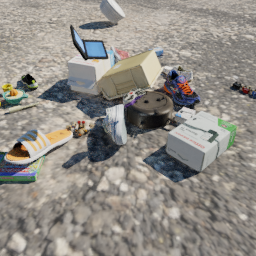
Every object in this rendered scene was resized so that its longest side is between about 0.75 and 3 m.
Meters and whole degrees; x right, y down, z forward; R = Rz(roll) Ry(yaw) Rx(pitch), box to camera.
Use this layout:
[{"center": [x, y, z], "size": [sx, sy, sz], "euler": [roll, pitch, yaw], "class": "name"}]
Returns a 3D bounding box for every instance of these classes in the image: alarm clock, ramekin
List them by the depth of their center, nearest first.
[{"center": [0.840, -1.002, 12.016], "size": [1.936, 0.955, 2.870], "euler": [-9, 34, -12], "class": "alarm clock"}, {"center": [-1.374, -9.702, 23.124], "size": [1.057, 2.270, 2.270], "euler": [-37, 27, 24], "class": "ramekin"}]

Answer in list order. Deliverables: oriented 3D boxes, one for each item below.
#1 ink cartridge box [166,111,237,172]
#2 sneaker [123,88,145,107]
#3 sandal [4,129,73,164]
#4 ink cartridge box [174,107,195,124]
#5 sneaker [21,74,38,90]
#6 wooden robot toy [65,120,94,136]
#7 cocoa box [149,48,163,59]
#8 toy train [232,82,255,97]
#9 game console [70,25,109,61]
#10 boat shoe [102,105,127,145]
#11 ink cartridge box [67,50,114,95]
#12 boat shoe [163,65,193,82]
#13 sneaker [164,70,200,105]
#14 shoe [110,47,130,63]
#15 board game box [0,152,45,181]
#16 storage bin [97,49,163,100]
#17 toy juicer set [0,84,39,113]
[{"center": [2.609, 0.400, 10.010], "size": [1.565, 0.887, 2.134], "euler": [30, 45, 35], "class": "ink cartridge box"}, {"center": [0.172, -1.039, 9.573], "size": [0.418, 0.433, 1.037], "euler": [39, 51, 23], "class": "sneaker"}, {"center": [-3.111, 0.358, 9.824], "size": [1.076, 0.805, 2.809], "euler": [14, 27, 28], "class": "sandal"}, {"center": [2.394, -0.504, 11.755], "size": [0.576, 0.336, 0.797], "euler": [23, 41, 28], "class": "ink cartridge box"}, {"center": [-5.004, -2.511, 14.257], "size": [0.581, 0.671, 1.622], "euler": [-25, 42, -30], "class": "sneaker"}, {"center": [-1.896, 0.054, 10.906], "size": [1.163, 0.512, 0.528], "euler": [1, 47, 2], "class": "wooden robot toy"}, {"center": [1.713, -4.586, 17.272], "size": [0.795, 0.522, 0.530], "euler": [-18, 39, -23], "class": "cocoa box"}, {"center": [5.827, -1.874, 13.722], "size": [0.365, 0.272, 1.594], "euler": [-28, 44, -28], "class": "toy train"}, {"center": [-1.239, -2.722, 8.866], "size": [0.709, 1.071, 1.217], "euler": [-27, 46, 8], "class": "game console"}, {"center": [-0.547, -0.088, 10.839], "size": [0.882, 0.972, 2.642], "euler": [-9, 23, 5], "class": "boat shoe"}, {"center": [-1.841, -2.820, 13.963], "size": [1.544, 1.504, 2.402], "euler": [12, 37, 17], "class": "ink cartridge box"}, {"center": [2.704, -3.100, 15.099], "size": [1.862, 0.645, 0.659], "euler": [28, 44, 33], "class": "boat shoe"}, {"center": [2.450, -1.882, 13.081], "size": [0.985, 1.026, 2.616], "euler": [-16, 39, -20], "class": "sneaker"}, {"center": [-0.483, -4.442, 17.031], "size": [0.812, 0.638, 1.786], "euler": [-11, 42, -18], "class": "shoe"}, {"center": [-3.791, 1.263, 9.373], "size": [1.748, 0.254, 1.176], "euler": [0, 35, 0], "class": "board game box"}, {"center": [0.122, -2.540, 13.236], "size": [2.403, 1.134, 2.421], "euler": [-12, 26, 28], "class": "storage bin"}, {"center": [-5.376, -1.360, 12.698], "size": [2.321, 0.632, 1.476], "euler": [25, 42, 29], "class": "toy juicer set"}]
